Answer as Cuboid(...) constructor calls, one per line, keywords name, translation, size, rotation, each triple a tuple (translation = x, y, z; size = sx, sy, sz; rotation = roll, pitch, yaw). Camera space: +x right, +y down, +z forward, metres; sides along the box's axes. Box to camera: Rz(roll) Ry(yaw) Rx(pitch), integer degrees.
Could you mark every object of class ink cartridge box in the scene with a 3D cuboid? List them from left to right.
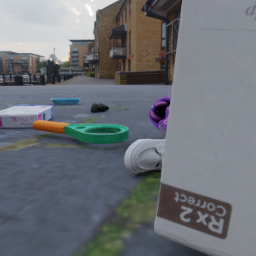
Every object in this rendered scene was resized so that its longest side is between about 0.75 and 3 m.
Cuboid(name="ink cartridge box", translation=(-3.505, -0.449, 9.671), size=(1.465, 0.515, 2.454), rotation=(0, 14, -1))

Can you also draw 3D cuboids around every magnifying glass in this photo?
Cuboid(name="magnifying glass", translation=(-1.260, 0.040, 6.950), size=(2.773, 0.311, 1.104), rotation=(4, 14, 29))

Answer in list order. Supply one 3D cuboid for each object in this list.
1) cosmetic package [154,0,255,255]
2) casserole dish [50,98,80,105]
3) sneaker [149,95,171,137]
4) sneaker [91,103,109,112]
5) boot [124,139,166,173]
Cuboid(name="cosmetic package", translation=(1.912, -0.180, 2.807), size=(2.301, 2.303, 2.792), rotation=(11, 14, 25))
Cuboid(name="casserole dish", translation=(-3.486, -1.482, 15.668), size=(1.672, 0.324, 1.013), rotation=(-4, 11, -23))
Cuboid(name="sneaker", translation=(1.003, -0.314, 6.359), size=(1.144, 1.040, 2.587), rotation=(22, 12, -10))
Cuboid(name="sneaker", translation=(-1.238, -0.881, 12.373), size=(0.477, 0.399, 1.050), rotation=(17, 22, 29))
Cuboid(name="boot", translation=(0.670, 0.437, 4.728), size=(0.727, 0.560, 1.521), rotation=(1, 8, 41))
